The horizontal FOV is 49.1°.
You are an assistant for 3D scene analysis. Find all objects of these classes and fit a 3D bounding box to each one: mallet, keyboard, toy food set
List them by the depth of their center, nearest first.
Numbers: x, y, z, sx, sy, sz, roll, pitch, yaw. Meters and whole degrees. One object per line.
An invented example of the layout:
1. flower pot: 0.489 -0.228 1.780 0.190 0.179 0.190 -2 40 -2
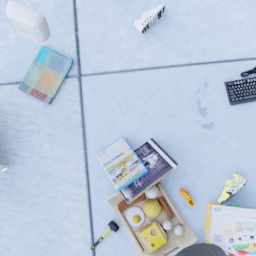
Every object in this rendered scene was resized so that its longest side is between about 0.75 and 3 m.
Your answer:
1. toy food set: 0.855 3.341 10.276 2.143 0.902 2.986 -31 82 -5
2. mallet: -0.856 4.105 10.510 0.442 0.276 1.342 38 87 2
3. keyboard: 5.187 -1.819 11.500 2.395 0.307 1.438 -10 80 -3

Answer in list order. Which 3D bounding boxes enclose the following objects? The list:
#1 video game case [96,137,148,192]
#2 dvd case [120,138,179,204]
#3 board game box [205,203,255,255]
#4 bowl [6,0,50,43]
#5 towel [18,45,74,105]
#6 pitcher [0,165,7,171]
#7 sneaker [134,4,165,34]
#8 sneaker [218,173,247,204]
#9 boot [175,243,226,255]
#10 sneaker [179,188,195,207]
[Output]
1. video game case: -0.266 1.322 10.583 1.313 0.163 1.835 -33 53 -6
2. dvd case: 0.491 1.527 10.459 2.279 0.182 1.694 -36 47 -8
3. board game box: 3.949 4.349 10.261 2.209 0.582 2.887 7 80 1
4. bowl: -3.054 -3.130 8.504 1.246 1.247 0.466 23 71 1
5. towel: -3.382 -2.232 11.601 1.575 0.233 2.148 26 81 5
6. pitcher: -6.248 0.656 10.280 2.562 1.810 2.986 -23 88 -17
7. sneaker: 0.932 -4.766 11.902 1.579 0.593 0.640 -44 74 -8
8. sneaker: 3.867 2.322 10.670 1.437 0.542 0.549 -38 74 -21
9. boot: 2.139 5.296 9.785 2.894 1.010 1.905 -19 107 3
10. sneaker: 2.279 2.638 10.709 0.297 0.313 0.813 -40 81 -5
